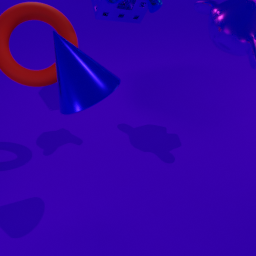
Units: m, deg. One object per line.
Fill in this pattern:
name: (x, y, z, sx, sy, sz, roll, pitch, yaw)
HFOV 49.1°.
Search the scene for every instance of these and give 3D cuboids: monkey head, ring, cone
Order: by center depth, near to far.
cone: (-0.733, -0.837, 3.723, 0.959, 0.963, 0.959, -23, 25, 12)
monkey head: (0.156, -2.628, 5.196, 0.855, 1.021, 1.420, -25, 6, -29)
ring: (-1.744, -1.565, 5.281, 1.585, 1.585, 0.317, -8, 2, -10)
monkey head: (2.206, -2.174, 5.504, 1.192, 1.423, 1.978, -33, 66, 0)

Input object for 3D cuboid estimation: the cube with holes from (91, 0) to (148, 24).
cube with holes: (-0.169, -3.821, 7.414, 1.346, 1.346, 1.346, -4, 68, -24)
